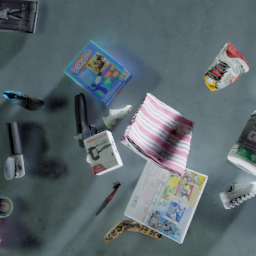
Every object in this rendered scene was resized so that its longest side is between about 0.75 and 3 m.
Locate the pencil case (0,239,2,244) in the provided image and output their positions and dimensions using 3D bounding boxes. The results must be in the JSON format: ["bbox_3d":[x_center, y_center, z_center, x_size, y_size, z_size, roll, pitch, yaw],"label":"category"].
[{"bbox_3d":[-5.644,4.099,10.987,0.675,0.646,1.561,-39,84,-29],"label":"pencil case"}]

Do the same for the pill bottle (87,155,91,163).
[{"bbox_3d":[-1.056,1.189,11.283,1.126,0.633,0.633,14,84,1],"label":"pill bottle"}]

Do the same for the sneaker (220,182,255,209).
[{"bbox_3d":[4.589,2.456,11.157,1.953,0.734,0.791,-27,76,-3],"label":"sneaker"}]

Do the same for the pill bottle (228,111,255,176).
[{"bbox_3d":[5.285,0.331,10.858,1.640,1.640,2.900,31,85,3],"label":"pill bottle"}]

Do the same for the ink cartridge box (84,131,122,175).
[{"bbox_3d":[-0.704,0.694,7.844,0.752,0.438,1.039,-23,75,7],"label":"ink cartridge box"}]

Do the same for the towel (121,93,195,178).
[{"bbox_3d":[1.173,0.081,9.325,2.168,0.443,2.962,32,41,-3],"label":"towel"}]

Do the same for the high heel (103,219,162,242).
[{"bbox_3d":[0.226,4.188,10.886,2.125,0.759,1.515,-34,79,-12],"label":"high heel"}]

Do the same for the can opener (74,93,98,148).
[{"bbox_3d":[-1.876,-0.297,11.500,0.726,0.900,2.290,-20,79,37],"label":"can opener"}]

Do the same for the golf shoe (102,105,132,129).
[{"bbox_3d":[-0.465,-0.605,11.548,1.332,0.522,0.648,-40,80,-5],"label":"golf shoe"}]

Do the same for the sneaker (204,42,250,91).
[{"bbox_3d":[3.205,-1.864,9.353,1.119,2.723,1.060,-37,75,4],"label":"sneaker"}]

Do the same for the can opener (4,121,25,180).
[{"bbox_3d":[-4.618,0.881,11.292,0.622,0.785,2.361,-9,80,0],"label":"can opener"}]

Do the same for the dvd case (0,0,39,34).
[{"bbox_3d":[-4.916,-4.870,12.135,1.932,0.154,1.437,6,84,1],"label":"dvd case"}]

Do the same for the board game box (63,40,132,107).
[{"bbox_3d":[-1.241,-2.272,11.685,2.298,0.517,1.747,40,86,4],"label":"board game box"}]

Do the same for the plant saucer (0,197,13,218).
[{"bbox_3d":[-5.027,3.187,11.294,0.825,0.207,0.825,0,84,0],"label":"plant saucer"}]

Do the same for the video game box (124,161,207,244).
[{"bbox_3d":[1.436,2.598,10.644,2.360,0.606,2.590,20,77,26],"label":"video game box"}]

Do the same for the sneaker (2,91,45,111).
[{"bbox_3d":[-4.294,-1.116,11.481,1.718,0.704,0.629,13,84,1],"label":"sneaker"}]

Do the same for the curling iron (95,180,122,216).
[{"bbox_3d":[-0.813,2.800,11.303,0.422,0.217,1.702,35,89,-33],"label":"curling iron"}]
